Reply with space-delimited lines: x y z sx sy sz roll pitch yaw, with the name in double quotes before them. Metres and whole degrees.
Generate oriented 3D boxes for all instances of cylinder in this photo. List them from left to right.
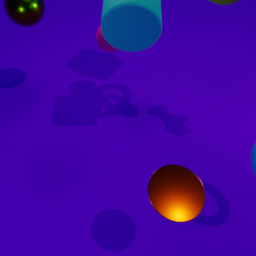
"cylinder" -0.358 -2.496 7.594 0.789 0.789 0.789 -30 21 -22
"cylinder" 0.083 -2.536 6.043 1.252 1.252 1.252 1 60 1

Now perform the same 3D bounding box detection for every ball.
"ball" -2.806 -3.309 7.611 1.072 1.072 1.072 0 51 0

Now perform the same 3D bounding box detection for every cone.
"cone" 0.737 1.303 5.057 0.985 0.989 0.985 5 59 -8

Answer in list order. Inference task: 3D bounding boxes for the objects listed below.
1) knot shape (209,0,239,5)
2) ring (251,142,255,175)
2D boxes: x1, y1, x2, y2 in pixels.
"knot shape" 1.748 -3.143 5.643 1.603 0.792 1.713 24 74 21
"ring" 2.905 0.627 5.174 1.252 0.250 1.252 0 73 -1
